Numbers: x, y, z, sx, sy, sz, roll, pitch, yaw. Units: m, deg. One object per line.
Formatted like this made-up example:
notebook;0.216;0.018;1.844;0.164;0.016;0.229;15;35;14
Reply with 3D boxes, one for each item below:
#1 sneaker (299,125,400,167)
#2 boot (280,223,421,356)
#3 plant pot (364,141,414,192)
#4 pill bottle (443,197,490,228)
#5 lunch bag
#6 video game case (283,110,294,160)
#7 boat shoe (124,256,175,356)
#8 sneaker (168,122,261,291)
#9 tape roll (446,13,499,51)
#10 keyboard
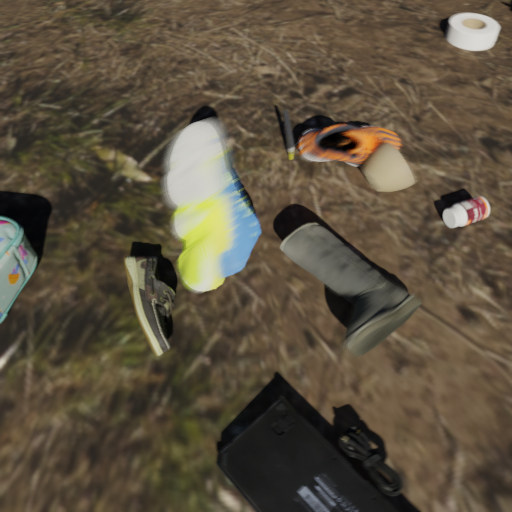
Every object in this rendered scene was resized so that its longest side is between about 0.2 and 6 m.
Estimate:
sneaker;2.208;-2.344;12.014;2.381;0.924;1.334;-7;11;-15
boot;1.398;0.430;9.624;2.474;0.898;2.249;45;30;20
plant pot;2.761;-1.796;11.992;0.730;1.087;1.087;-33;52;5
pill bottle;4.281;-0.879;11.432;0.839;0.479;0.479;-19;51;-16
lunch bag;-5.539;0.519;9.729;2.378;1.143;2.965;12;49;10
video game case;0.728;-2.716;12.643;0.113;0.798;0.883;-9;80;1
boat shoe;-1.783;0.737;9.780;0.722;0.785;2.198;-19;46;-10
sneaker;-0.693;-0.901;10.097;1.117;2.950;1.550;17;21;39
tape roll;6.409;-6.651;16.612;1.417;0.496;1.417;0;47;0
keyboard;1.109;3.339;7.725;1.908;0.408;3.178;-37;58;-21
